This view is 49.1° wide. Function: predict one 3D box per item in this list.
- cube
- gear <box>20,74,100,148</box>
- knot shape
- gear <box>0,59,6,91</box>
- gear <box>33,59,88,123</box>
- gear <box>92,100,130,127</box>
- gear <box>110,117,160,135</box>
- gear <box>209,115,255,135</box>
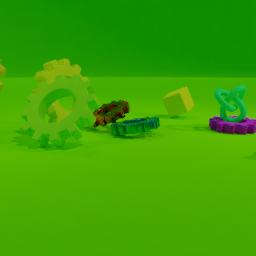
[{"bbox_3d":[1.811,-0.930,10.080,0.758,0.758,0.758,-17,14,37],"label":"cube"},{"bbox_3d":[-1.558,-0.435,6.416,1.795,1.795,0.332,4,-29,20],"label":"gear"},{"bbox_3d":[2.993,-0.765,7.949,1.043,1.114,0.515,-42,14,-16],"label":"knot shape"},{"bbox_3d":[-3.612,-0.837,6.031,0.382,2.065,2.065,40,19,6],"label":"gear"},{"bbox_3d":[-1.759,-0.935,7.850,0.352,1.906,1.906,-5,7,34],"label":"gear"},{"bbox_3d":[-0.549,-0.434,8.035,1.223,0.226,1.223,-18,24,8],"label":"gear"},{"bbox_3d":[0.193,-0.068,7.471,1.289,0.238,1.289,-9,8,1],"label":"gear"},{"bbox_3d":[2.999,-0.107,7.977,1.313,0.243,1.313,-1,15,0],"label":"gear"}]
